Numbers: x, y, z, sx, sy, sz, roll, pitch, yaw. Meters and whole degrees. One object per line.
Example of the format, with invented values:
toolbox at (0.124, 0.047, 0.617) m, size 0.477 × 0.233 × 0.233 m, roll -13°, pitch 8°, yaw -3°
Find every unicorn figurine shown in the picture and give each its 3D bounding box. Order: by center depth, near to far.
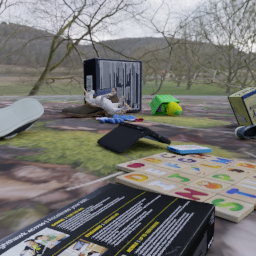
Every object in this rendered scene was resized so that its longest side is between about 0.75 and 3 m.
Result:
unicorn figurine at (-1.011, -1.209, 12.828) m, size 1.517 × 2.208 × 0.816 m, roll -29°, pitch 24°, yaw 36°

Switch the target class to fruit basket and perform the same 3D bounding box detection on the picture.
fruit basket at (2.054, -1.001, 14.274) m, size 1.576 × 1.137 × 1.576 m, roll 21°, pitch 40°, yaw -19°

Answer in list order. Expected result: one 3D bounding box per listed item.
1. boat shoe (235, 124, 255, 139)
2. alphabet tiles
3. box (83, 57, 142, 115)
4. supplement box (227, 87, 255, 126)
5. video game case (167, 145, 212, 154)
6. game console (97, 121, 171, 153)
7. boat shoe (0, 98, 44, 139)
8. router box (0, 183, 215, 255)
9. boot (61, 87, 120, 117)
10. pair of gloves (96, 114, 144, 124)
boat shoe at (3.613, 0.072, 7.821) m, size 1.236 × 0.463 × 0.382 m, roll -4°, pitch 8°, yaw -14°
alphabet tiles at (1.285, 0.750, 4.416) m, size 2.828 × 0.090 × 2.354 m, roll 8°, pitch 11°, yaw 44°
box at (-0.843, -2.315, 15.707) m, size 2.904 × 2.928 × 1.804 m, roll -4°, pitch 9°, yaw -31°
supplement box at (4.349, -0.745, 9.957) m, size 0.814 × 1.213 × 1.212 m, roll -25°, pitch 8°, yaw -2°
video game case at (1.308, 0.456, 6.116) m, size 0.678 × 0.084 × 0.947 m, roll -1°, pitch 2°, yaw -9°
game console at (0.122, 0.335, 6.784) m, size 1.205 × 0.797 × 1.370 m, roll 28°, pitch -6°, yaw -30°
boat shoe at (-3.548, -0.085, 7.847) m, size 0.811 × 1.017 × 2.689 m, roll -45°, pitch -13°, yaw 34°
router box at (-0.095, 0.917, 2.180) m, size 1.175 × 0.402 × 1.576 m, roll 5°, pitch 10°, yaw 31°
boot at (-1.796, -1.261, 13.599) m, size 2.935 × 1.422 × 1.096 m, roll -4°, pitch 9°, yaw -23°
pair of gloves at (-0.409, -0.401, 11.917) m, size 1.992 × 0.227 × 1.601 m, roll -5°, pitch 10°, yaw -37°
